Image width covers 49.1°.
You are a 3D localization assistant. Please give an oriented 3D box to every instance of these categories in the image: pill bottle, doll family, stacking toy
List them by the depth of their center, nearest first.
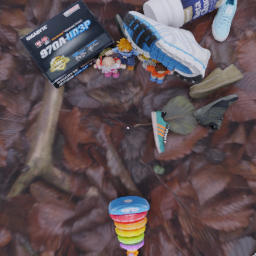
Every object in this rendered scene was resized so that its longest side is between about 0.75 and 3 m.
[{"bbox_3d":[0.089,3.427,8.997,1.284,1.214,2.212,-4,91,-4],"label":"stacking toy"},{"bbox_3d":[0.246,-2.443,9.614,2.743,1.703,1.236,5,83,0],"label":"doll family"},{"bbox_3d":[1.999,-4.570,10.162,2.716,1.508,1.508,-29,81,-5],"label":"pill bottle"}]

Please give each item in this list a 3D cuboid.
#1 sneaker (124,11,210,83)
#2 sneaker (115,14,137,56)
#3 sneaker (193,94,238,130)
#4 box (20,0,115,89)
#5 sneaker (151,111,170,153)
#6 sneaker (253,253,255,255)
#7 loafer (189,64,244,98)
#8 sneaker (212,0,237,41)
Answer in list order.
[{"bbox_3d":[1.218,-2.630,8.457,2.914,1.092,1.263,35,66,-5],"label":"sneaker"},{"bbox_3d":[0.242,-3.619,10.448,0.973,0.649,1.698,-34,84,-8],"label":"sneaker"},{"bbox_3d":[3.237,-0.519,9.871,1.680,0.642,0.962,-28,82,-2],"label":"sneaker"},{"bbox_3d":[-2.186,-3.094,10.331,2.736,0.629,2.175,-36,81,-6],"label":"box"},{"bbox_3d":[1.195,0.112,9.786,0.598,0.534,1.497,-7,78,3],"label":"sneaker"},{"bbox_3d":[5.155,4.382,8.721,2.323,1.060,0.901,-5,80,-1],"label":"sneaker"},{"bbox_3d":[3.069,-1.682,10.038,2.112,0.803,0.712,-20,79,-14],"label":"loafer"},{"bbox_3d":[3.628,-4.218,10.481,0.689,0.764,1.864,12,80,3],"label":"sneaker"}]
